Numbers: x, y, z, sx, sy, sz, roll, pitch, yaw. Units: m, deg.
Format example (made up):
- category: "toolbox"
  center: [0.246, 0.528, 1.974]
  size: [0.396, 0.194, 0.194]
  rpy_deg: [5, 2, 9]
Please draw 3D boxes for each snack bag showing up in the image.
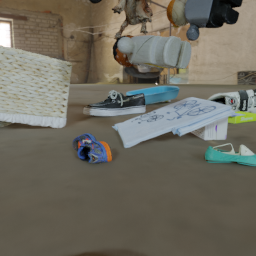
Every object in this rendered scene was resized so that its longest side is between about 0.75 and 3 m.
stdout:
- category: "snack bag"
  center: [0.860, -0.163, 6.441]
  size: [2.358, 0.252, 2.223]
  rpy_deg: [-20, 14, -4]

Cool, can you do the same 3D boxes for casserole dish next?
- category: "casserole dish"
  center: [1.270, -1.658, 14.151]
  size: [2.867, 0.556, 1.736]
  rpy_deg: [-14, 19, -25]

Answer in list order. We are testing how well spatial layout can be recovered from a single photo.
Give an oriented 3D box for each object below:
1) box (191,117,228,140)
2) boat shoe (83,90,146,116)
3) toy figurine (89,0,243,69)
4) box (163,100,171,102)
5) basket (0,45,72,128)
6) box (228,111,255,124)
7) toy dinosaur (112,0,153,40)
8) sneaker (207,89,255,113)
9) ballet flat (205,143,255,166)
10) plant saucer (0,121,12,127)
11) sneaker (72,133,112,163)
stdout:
- category: "box"
  center: [1.736, -0.246, 7.442]
  size: [0.538, 0.576, 2.778]
  rpy_deg: [-2, 10, -8]
- category: "boat shoe"
  center: [-0.414, -0.920, 10.098]
  size: [2.578, 0.881, 0.952]
  rpy_deg: [-6, 12, -30]
- category: "toy figurine"
  center: [0.494, -2.550, 5.096]
  size: [2.734, 2.691, 1.902]
  rpy_deg: [-46, 37, -19]
- category: "box"
  center: [1.861, -1.607, 15.372]
  size: [0.545, 0.281, 0.934]
  rpy_deg: [-6, 12, -27]
- category: "basket"
  center: [-2.931, -1.195, 7.689]
  size: [2.261, 1.818, 2.241]
  rpy_deg: [8, 11, -35]
- category: "box"
  center: [3.342, -0.336, 8.671]
  size: [1.120, 0.267, 0.683]
  rpy_deg: [-6, 12, -30]
- category: "toy dinosaur"
  center: [0.131, -3.089, 6.811]
  size: [0.903, 1.426, 2.104]
  rpy_deg: [6, -15, 6]
- category: "sneaker"
  center: [4.016, -0.888, 10.067]
  size: [2.530, 0.937, 1.119]
  rpy_deg: [-4, 6, 37]
- category: "ballet flat"
  center: [1.723, 0.419, 4.510]
  size: [0.931, 0.328, 0.313]
  rpy_deg: [3, 8, 13]
- category: "plant saucer"
  center: [-4.479, -0.339, 7.979]
  size: [2.186, 0.549, 2.186]
  rpy_deg: [1, 11, 0]
- category: "sneaker"
  center: [-0.708, 0.349, 4.787]
  size: [0.417, 0.400, 1.063]
  rpy_deg: [-14, 15, -34]
